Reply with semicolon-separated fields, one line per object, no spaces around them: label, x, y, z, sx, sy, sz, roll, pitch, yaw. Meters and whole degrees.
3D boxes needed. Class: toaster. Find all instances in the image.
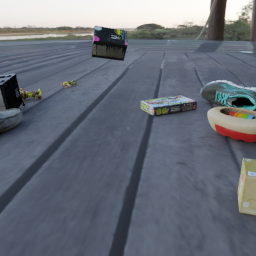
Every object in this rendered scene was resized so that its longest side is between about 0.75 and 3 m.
toaster;-4.390;-1.129;9.937;0.831;1.401;1.267;-1;29;4

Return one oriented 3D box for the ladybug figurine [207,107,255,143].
ladybug figurine;3.193;-0.086;7.936;1.965;0.707;1.334;19;29;40

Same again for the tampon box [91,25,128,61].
tampon box;-0.770;-3.455;11.442;1.353;0.854;1.014;5;53;-11

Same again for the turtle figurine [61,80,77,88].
turtle figurine;-2.992;-2.262;14.115;0.691;0.276;0.857;-14;25;-32

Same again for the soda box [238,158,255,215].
soda box;3.101;1.133;4.744;2.243;0.760;0.718;6;22;17

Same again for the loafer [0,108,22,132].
loafer;-4.032;-0.237;8.208;0.794;0.792;2.271;9;23;21

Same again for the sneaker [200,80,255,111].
sneaker;3.866;-1.180;10.540;2.474;0.960;1.129;12;28;31

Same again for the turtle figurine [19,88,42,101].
turtle figurine;-4.232;-1.376;11.562;1.232;0.492;1.528;-2;13;-24

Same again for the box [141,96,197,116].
box;1.522;-0.848;10.430;1.843;0.320;1.014;-10;24;-25
